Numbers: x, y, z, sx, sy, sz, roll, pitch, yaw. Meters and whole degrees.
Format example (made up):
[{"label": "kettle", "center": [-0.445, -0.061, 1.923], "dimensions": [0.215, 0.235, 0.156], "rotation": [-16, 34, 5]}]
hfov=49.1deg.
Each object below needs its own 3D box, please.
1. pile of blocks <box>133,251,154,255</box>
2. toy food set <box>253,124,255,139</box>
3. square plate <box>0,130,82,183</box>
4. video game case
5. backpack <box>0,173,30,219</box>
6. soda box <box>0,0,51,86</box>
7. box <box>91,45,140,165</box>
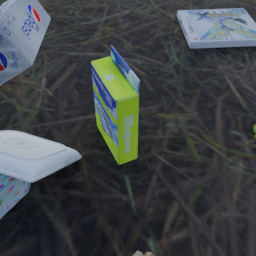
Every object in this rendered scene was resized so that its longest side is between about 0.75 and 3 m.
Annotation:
[{"label": "pile of blocks", "center": [0.683, 2.533, 4.831], "dimensions": [1.334, 0.548, 0.415], "rotation": [36, 56, 29]}, {"label": "toy food set", "center": [3.491, 0.055, 7.359], "dimensions": [0.487, 0.270, 0.827], "rotation": [33, 53, -3]}, {"label": "square plate", "center": [-2.363, 0.457, 6.043], "dimensions": [2.151, 0.309, 2.172], "rotation": [16, 9, 12]}, {"label": "video game case", "center": [3.583, -3.989, 11.030], "dimensions": [2.876, 0.316, 2.621], "rotation": [-3, 47, -3]}, {"label": "backpack", "center": [-2.890, 1.303, 5.516], "dimensions": [1.156, 1.524, 1.826], "rotation": [39, 53, 6]}, {"label": "soda box", "center": [-2.402, -2.055, 5.944], "dimensions": [0.849, 0.914, 2.678], "rotation": [-26, 38, 15]}, {"label": "box", "center": [-0.288, -0.432, 6.328], "dimensions": [0.565, 2.371, 1.446], "rotation": [-19, 50, -17]}]
